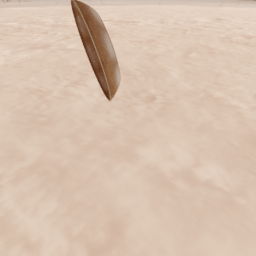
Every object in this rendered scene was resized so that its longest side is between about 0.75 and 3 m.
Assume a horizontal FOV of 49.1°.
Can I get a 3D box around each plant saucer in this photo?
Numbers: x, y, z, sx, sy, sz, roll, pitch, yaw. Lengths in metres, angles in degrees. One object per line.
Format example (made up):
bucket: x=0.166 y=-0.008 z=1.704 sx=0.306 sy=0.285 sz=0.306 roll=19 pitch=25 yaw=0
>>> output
plant saucer: x=-0.368 y=-0.972 z=3.505 sx=0.236 sy=1.291 sz=1.291 roll=-22 pitch=33 yaw=-8
